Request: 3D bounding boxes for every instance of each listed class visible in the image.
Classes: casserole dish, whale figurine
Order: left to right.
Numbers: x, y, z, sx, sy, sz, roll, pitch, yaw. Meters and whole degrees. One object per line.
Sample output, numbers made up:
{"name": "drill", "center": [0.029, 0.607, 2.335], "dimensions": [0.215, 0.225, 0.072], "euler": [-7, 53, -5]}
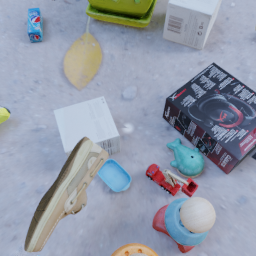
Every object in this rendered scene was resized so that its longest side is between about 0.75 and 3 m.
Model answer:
{"name": "casserole dish", "center": [-0.369, 1.289, 7.512], "dimensions": [0.624, 0.200, 1.031], "euler": [-39, 66, -20]}
{"name": "whale figurine", "center": [1.550, 0.745, 7.585], "dimensions": [0.951, 0.620, 1.196], "euler": [-25, 62, -14]}

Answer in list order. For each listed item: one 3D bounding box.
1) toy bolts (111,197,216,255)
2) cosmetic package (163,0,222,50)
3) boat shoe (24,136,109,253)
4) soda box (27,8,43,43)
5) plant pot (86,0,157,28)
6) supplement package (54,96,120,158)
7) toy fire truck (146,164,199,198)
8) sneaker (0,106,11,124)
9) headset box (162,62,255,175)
{"name": "toy bolts", "center": [1.078, 2.691, 5.604], "dimensions": [2.521, 1.830, 2.639], "euler": [33, 60, 10]}
{"name": "cosmetic package", "center": [2.327, -4.116, 9.930], "dimensions": [1.536, 1.546, 1.847], "euler": [21, 62, 12]}
{"name": "boat shoe", "center": [-1.118, 1.309, 5.405], "dimensions": [0.763, 0.842, 2.364], "euler": [35, 67, -17]}
{"name": "soda box", "center": [-3.436, -3.822, 10.380], "dimensions": [0.443, 0.468, 1.380], "euler": [-9, 59, -5]}
{"name": "plant pot", "center": [-0.107, -5.468, 10.115], "dimensions": [2.875, 2.609, 2.861], "euler": [12, 60, 7]}
{"name": "supplement package", "center": [-1.101, 0.116, 7.705], "dimensions": [1.426, 1.049, 1.364], "euler": [-17, 61, -10]}
{"name": "toy fire truck", "center": [1.049, 1.303, 7.068], "dimensions": [1.340, 0.945, 0.327], "euler": [36, 65, 19]}
{"name": "sneaker", "center": [-4.330, 0.176, 7.875], "dimensions": [2.287, 0.894, 1.033], "euler": [-29, 72, -10]}
{"name": "headset box", "center": [2.719, -0.253, 7.915], "dimensions": [2.095, 1.057, 2.819], "euler": [-38, 66, -20]}
